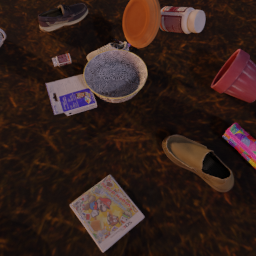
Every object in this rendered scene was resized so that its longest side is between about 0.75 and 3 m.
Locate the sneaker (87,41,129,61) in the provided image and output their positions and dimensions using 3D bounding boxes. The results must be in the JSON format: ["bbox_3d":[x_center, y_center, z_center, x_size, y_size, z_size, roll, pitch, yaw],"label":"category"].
[{"bbox_3d":[-0.959,-3.563,13.072,2.016,0.811,0.770,-14,62,-6],"label":"sneaker"}]

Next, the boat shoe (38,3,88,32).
[{"bbox_3d":[-3.304,-5.840,14.355,2.761,0.895,0.993,-28,63,-16],"label":"boat shoe"}]

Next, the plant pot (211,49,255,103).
[{"bbox_3d":[4.742,-2.022,11.674,1.713,1.914,1.914,34,64,2],"label":"plant pot"}]

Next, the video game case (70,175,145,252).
[{"bbox_3d":[-0.729,2.850,9.609,1.784,0.224,1.960,-35,65,-19],"label":"video game case"}]

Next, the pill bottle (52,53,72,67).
[{"bbox_3d":[-3.077,-3.147,13.014,0.823,0.470,0.470,-17,61,-11],"label":"pill bottle"}]

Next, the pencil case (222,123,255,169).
[{"bbox_3d":[4.495,0.711,10.487,0.886,0.886,2.005,-33,62,-18],"label":"pencil case"}]

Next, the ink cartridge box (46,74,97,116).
[{"bbox_3d":[-2.435,-1.406,12.017,1.822,0.395,1.805,-16,61,-12],"label":"ink cartridge box"}]

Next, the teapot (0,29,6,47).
[{"bbox_3d":[-6.850,-4.457,13.380,1.608,1.175,1.587,-32,65,-18],"label":"teapot"}]

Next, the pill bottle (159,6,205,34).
[{"bbox_3d":[1.997,-4.026,10.456,1.593,0.909,0.909,24,60,39],"label":"pill bottle"}]

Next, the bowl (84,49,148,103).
[{"bbox_3d":[-0.499,-1.949,11.864,2.614,1.227,2.614,0,59,1],"label":"bowl"}]

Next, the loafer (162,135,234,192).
[{"bbox_3d":[2.594,1.095,10.191,2.968,1.001,1.129,33,65,18],"label":"loafer"}]

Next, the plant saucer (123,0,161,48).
[{"bbox_3d":[0.403,-4.018,10.425,0.370,1.976,1.976,-6,54,-39],"label":"plant saucer"}]

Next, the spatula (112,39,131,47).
[{"bbox_3d":[-0.349,-4.232,13.866,1.079,0.111,0.305,28,62,16],"label":"spatula"}]
